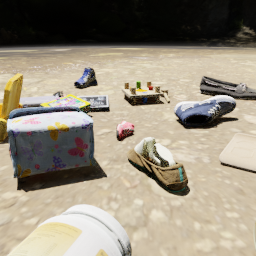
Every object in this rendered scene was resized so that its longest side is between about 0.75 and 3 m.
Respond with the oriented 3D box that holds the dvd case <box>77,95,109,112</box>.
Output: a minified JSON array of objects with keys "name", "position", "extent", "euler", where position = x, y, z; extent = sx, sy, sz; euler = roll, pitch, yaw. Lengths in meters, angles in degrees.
[{"name":"dvd case","position":[-1.548,-1.066,12.010],"extent":[1.438,0.237,1.913],"euler":[-2,20,-4]}]

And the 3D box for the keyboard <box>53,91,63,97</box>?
[{"name":"keyboard","position":[-3.350,-1.553,13.536],"extent":[0.541,0.206,1.040],"euler":[-27,26,-5]}]

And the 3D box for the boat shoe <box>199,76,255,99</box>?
[{"name":"boat shoe","position":[4.908,-1.959,13.537],"extent":[2.978,0.849,0.996],"euler":[12,23,28]}]

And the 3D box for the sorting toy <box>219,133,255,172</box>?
[{"name":"sorting toy","position":[3.339,0.692,7.224],"extent":[1.561,0.308,1.686],"euler":[12,28,30]}]

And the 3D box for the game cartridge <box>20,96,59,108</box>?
[{"name":"game cartridge","position":[-3.860,-1.068,11.931],"extent":[1.847,0.355,1.197],"euler":[-5,25,-14]}]

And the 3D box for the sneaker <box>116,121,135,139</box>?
[{"name":"sneaker","position":[-0.066,0.032,8.789],"extent":[0.471,0.401,1.087],"euler":[6,21,13]}]

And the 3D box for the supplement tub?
[{"name":"supplement tub","position":[-0.777,1.731,2.906],"extent":[1.263,1.263,1.749],"euler":[9,22,23]}]

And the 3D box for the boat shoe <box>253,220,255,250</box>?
[{"name":"boat shoe","position":[2.286,1.702,3.531],"extent":[0.967,0.885,2.588],"euler":[3,20,8]}]

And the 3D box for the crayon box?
[{"name":"crayon box","position":[-2.317,-0.738,10.503],"extent":[1.231,0.416,1.427],"euler":[27,38,35]}]

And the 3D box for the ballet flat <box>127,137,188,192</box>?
[{"name":"ballet flat","position":[0.613,0.673,6.497],"extent":[0.719,0.767,2.121],"euler":[-14,24,-23]}]

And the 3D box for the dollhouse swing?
[{"name":"dollhouse swing","position":[-4.318,-0.733,8.888],"extent":[1.840,1.780,2.025],"euler":[-2,21,-6]}]

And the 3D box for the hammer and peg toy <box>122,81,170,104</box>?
[{"name":"hammer and peg toy","position":[0.959,-1.676,12.855],"extent":[2.236,0.788,1.644],"euler":[-5,21,-14]}]

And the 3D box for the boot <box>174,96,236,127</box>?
[{"name":"boot","position":[2.884,-0.517,9.903],"extent":[2.337,0.850,1.056],"euler":[-10,29,-5]}]

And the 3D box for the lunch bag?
[{"name":"lunch bag","position":[-1.977,0.182,6.991],"extent":[1.889,1.416,2.228],"euler":[-6,13,-19]}]

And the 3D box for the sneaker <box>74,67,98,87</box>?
[{"name":"sneaker","position":[-2.400,-2.910,15.874],"extent":[0.720,1.029,1.781],"euler":[10,22,28]}]
